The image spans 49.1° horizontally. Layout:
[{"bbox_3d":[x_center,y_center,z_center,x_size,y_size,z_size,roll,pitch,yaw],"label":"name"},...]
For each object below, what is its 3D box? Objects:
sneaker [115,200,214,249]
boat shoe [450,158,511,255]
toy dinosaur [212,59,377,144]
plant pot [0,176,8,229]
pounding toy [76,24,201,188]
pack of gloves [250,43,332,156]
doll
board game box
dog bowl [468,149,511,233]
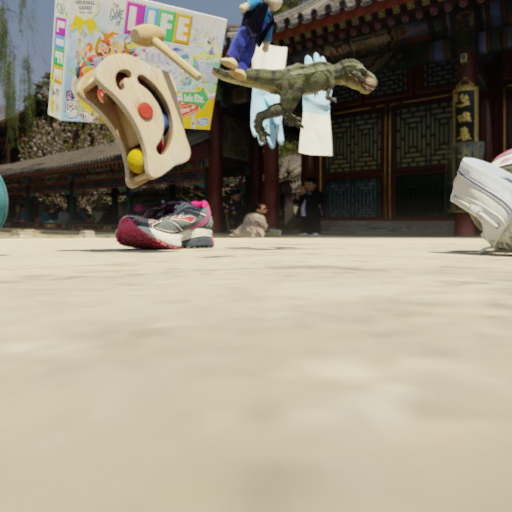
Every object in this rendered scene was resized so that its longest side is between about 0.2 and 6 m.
[{"bbox_3d":[-2.038,-0.716,12.609,1.232,1.141,3.057,1,3,25],"label":"sneaker"},{"bbox_3d":[3.896,-0.475,8.667,1.032,1.191,2.793,2,30,-24],"label":"boat shoe"},{"bbox_3d":[0.574,-2.941,10.356,3.398,0.806,1.498,-11,-37,-27],"label":"toy dinosaur"},{"bbox_3d":[-4.464,-0.653,7.615,1.616,1.616,1.518,0,17,-4],"label":"plant pot"},{"bbox_3d":[-1.867,-2.559,9.173,1.506,2.634,1.511,-14,2,-43],"label":"pounding toy"},{"bbox_3d":[0.822,-3.249,11.541,1.856,2.209,0.436,2,-2,-18],"label":"pack of gloves"},{"bbox_3d":[-0.018,-2.666,6.693,0.268,1.105,0.754,24,-6,32],"label":"doll"},{"bbox_3d":[-2.116,-3.557,10.411,3.273,2.201,0.560,-9,28,-43],"label":"board game box"},{"bbox_3d":[4.963,-1.062,10.021,2.146,0.791,2.146,22,-32,15],"label":"dog bowl"}]
